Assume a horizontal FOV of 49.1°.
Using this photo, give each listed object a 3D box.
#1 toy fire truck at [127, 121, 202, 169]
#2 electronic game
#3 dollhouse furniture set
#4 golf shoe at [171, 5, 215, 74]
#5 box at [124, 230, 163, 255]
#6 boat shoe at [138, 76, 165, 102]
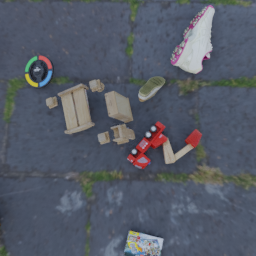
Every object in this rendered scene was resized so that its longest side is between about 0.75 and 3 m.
[{"bbox_3d":[1.277,0.676,9.803,1.638,0.566,2.322,39,81,8],"label":"toy fire truck"},{"bbox_3d":[-3.301,-2.093,10.382,1.233,0.257,1.233,-1,88,18],"label":"electronic game"},{"bbox_3d":[-1.326,-0.276,10.087,2.734,1.335,2.332,-17,77,21],"label":"dollhouse furniture set"},{"bbox_3d":[2.675,-3.277,10.535,1.266,1.042,2.767,31,81,-11],"label":"golf shoe"},{"bbox_3d":[0.516,3.934,9.296,1.181,0.223,0.806,13,78,3],"label":"box"},{"bbox_3d":[0.833,-1.436,10.248,0.504,0.462,1.350,41,55,18],"label":"boat shoe"}]
